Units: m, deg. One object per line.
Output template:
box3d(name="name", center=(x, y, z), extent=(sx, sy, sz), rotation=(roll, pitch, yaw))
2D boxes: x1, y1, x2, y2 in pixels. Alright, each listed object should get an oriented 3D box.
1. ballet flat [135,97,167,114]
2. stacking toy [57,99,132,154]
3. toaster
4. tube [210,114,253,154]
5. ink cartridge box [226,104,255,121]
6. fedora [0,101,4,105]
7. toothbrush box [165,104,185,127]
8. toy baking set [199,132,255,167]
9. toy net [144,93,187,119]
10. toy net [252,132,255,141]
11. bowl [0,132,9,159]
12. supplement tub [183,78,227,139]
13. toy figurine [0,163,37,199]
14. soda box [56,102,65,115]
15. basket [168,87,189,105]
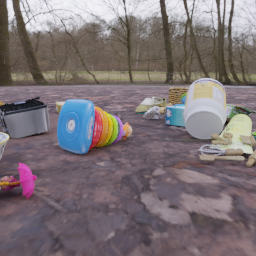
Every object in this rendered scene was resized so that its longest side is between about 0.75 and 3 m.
box3d(name="ballet flat", center=(1.382, -1.383, 16.426), extent=(2.624, 0.928, 0.928), rotation=(-11, 16, -44))
box3d(name="stacking toy", center=(-0.749, 0.047, 8.888), extent=(1.454, 1.537, 2.649), rotation=(9, 0, 42))
box3d(name="toaster", center=(-3.898, -0.437, 10.612), extent=(1.831, 1.087, 1.656), rotation=(-16, 22, -30))
box3d(name="tube", center=(3.482, 0.229, 8.931), extent=(0.858, 0.767, 2.956), rotation=(-40, -4, 32))
box3d(name="ink cartridge box", center=(4.682, -0.641, 12.538), extent=(1.080, 0.617, 2.080), rotation=(18, 4, -24))
box3d(name="fedora", center=(-6.563, -0.626, 12.254), extent=(2.330, 0.950, 2.330), rotation=(4, 21, -2))
box3d(name="toothbrush box", center=(2.794, -0.537, 12.296), extent=(1.913, 0.816, 1.400), rotation=(7, 13, 31))
box3d(name="toy baking set", center=(2.798, 0.615, 7.565), extent=(1.513, 0.229, 1.971), rotation=(15, 31, 34))
box3d(name="toy net", center=(2.093, -0.915, 13.693), extent=(2.689, 0.519, 1.411), rotation=(-12, -30, 12))
box3d(name="toy net", center=(4.882, 0.382, 9.070), extent=(1.561, 0.301, 0.819), rotation=(2, 12, 10))
box3d(name="bowl", center=(-3.537, 0.696, 5.844), extent=(2.018, 0.947, 2.018), rotation=(0, 11, 0))
box3d(name="supplement tub", center=(2.783, -0.710, 10.113), extent=(1.470, 1.470, 2.022), rotation=(3, 40, 16))
box3d(name="toy figurine", center=(-2.357, 1.039, 5.043), extent=(1.387, 1.041, 1.277), rotation=(-22, -19, 39))
box3d(name="soda box", center=(-3.770, -1.159, 16.091), extent=(0.581, 0.549, 1.716), rotation=(-4, 11, -19))
box3d(name="basket", center=(3.201, -1.386, 14.631), extent=(2.118, 1.577, 1.511), rotation=(2, 12, 14))
